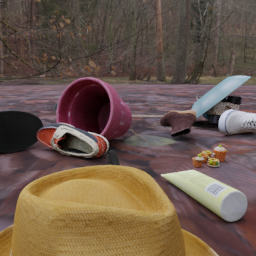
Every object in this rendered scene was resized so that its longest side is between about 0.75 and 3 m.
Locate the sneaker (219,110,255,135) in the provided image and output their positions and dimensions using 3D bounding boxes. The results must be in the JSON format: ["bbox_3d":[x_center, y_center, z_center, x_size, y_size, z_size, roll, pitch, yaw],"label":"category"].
[{"bbox_3d":[3.526,-0.196,8.479,2.075,0.758,0.735,-8,9,-40],"label":"sneaker"}]

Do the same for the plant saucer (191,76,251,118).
[{"bbox_3d":[3.072,-1.129,9.920,2.603,0.501,2.603,-38,-5,-4],"label":"plant saucer"}]

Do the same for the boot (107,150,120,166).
[{"bbox_3d":[-0.240,0.597,4.685,0.293,0.524,0.757,-18,3,-17],"label":"boot"}]

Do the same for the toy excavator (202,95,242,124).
[{"bbox_3d":[3.361,-0.666,10.432,1.987,1.021,2.043,7,3,-22],"label":"toy excavator"}]

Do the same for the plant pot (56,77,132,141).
[{"bbox_3d":[-0.720,-0.330,7.321,1.707,1.707,1.528,6,-2,30],"label":"plant pot"}]

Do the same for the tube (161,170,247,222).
[{"bbox_3d":[1.073,0.867,4.120,0.454,0.406,1.564,37,-5,-18],"label":"tube"}]

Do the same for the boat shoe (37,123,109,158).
[{"bbox_3d":[-1.358,0.297,6.294,1.870,0.666,0.585,11,13,23],"label":"boat shoe"}]

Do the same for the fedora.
[{"bbox_3d":[-0.259,0.893,2.386,2.294,0.936,2.294,1,11,0],"label":"fedora"}]

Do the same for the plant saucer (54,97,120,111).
[{"bbox_3d":[-1.486,-0.708,10.525,2.472,0.476,2.472,-11,-12,-2],"label":"plant saucer"}]

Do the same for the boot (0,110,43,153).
[{"bbox_3d":[-3.825,-0.030,7.048,2.846,0.985,2.478,-9,15,-30],"label":"boot"}]

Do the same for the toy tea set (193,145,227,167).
[{"bbox_3d":[1.662,0.547,5.716,0.554,0.345,0.931,7,13,31],"label":"toy tea set"}]

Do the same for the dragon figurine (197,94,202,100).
[{"bbox_3d":[4.371,-1.293,14.335,1.191,0.705,2.395,-2,12,-7],"label":"dragon figurine"}]

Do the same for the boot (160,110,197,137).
[{"bbox_3d":[1.342,-0.099,8.066,1.248,0.451,1.038,-17,25,35],"label":"boot"}]
